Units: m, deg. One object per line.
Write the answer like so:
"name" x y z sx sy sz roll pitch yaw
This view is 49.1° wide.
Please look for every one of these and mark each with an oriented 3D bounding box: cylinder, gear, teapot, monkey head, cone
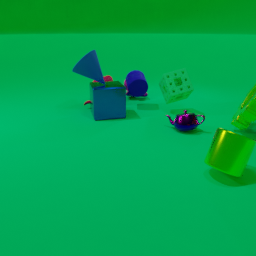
"cylinder" 0.332 -1.699 10.679 0.768 0.768 0.768 -3 38 -7
"gear" 3.748 -0.891 8.107 0.379 2.048 2.048 33 29 10
"teapot" 1.715 -0.247 8.475 1.218 0.596 0.757 -2 9 24
"monkey head" 0.364 -1.796 12.109 1.082 0.906 1.504 8 2 12
"teapot" -1.087 -1.464 11.031 0.885 1.124 1.808 15 54 20
"cylinder" 2.138 0.505 5.904 0.820 0.820 0.820 20 5 -2
"cone" -1.128 -1.872 9.457 1.060 1.064 1.060 -42 5 4

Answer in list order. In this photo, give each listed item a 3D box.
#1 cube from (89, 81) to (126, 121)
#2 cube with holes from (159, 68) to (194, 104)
"cube" -0.721 -0.980 9.796 1.104 1.104 1.104 -5 21 -13
"cube with holes" 1.680 -1.460 9.878 0.836 0.836 0.836 -17 -13 -9
